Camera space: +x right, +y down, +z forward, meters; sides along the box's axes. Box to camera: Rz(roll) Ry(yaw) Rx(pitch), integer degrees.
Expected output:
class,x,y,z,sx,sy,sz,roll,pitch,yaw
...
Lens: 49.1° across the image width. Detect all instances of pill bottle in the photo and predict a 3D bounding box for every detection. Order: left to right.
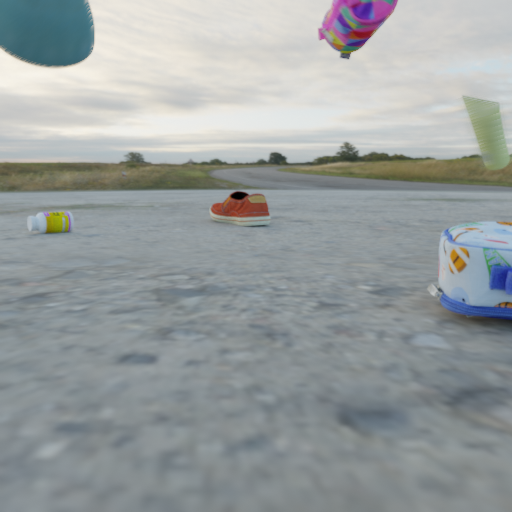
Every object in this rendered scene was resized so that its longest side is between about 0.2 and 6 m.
class,x,y,z,sx,sy,sz,roll,pitch,yaw
pill bottle,-4.533,-0.728,12.344,0.897,0.468,0.468,-6,10,-38

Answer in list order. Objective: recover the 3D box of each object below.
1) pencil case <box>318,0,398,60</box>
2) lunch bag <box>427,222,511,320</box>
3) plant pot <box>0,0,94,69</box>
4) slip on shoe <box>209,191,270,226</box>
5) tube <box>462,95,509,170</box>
class,x,y,z,sx,sy,sz,roll,pitch,yaw
pencil case,1.790,-4.362,10.102,1.079,1.079,2.441,0,6,-2
lunch bag,2.643,0.177,5.048,2.097,0.792,1.680,3,11,15
plant pot,-2.624,-3.118,6.943,1.295,1.295,0.872,-4,-30,-27
slip on shoe,-0.455,-1.300,14.956,1.049,0.867,2.832,-6,8,-24
tube,3.057,-1.626,7.338,0.371,0.332,1.279,-17,-37,25
